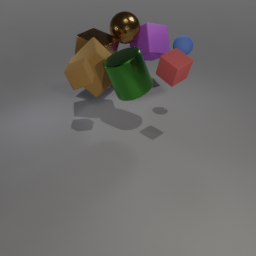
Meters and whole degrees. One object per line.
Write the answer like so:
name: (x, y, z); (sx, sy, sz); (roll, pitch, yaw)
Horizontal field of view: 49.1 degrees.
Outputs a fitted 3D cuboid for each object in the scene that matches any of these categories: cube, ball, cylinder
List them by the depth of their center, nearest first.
cube: (1.350, -1.778, 8.207); (0.700, 0.700, 0.700); (-33, 64, -29)
cube: (-1.583, -1.784, 9.225); (0.700, 0.700, 0.700); (-17, 32, 11)
ball: (1.906, -2.849, 9.710); (0.700, 0.700, 0.700); (0, 31, 0)
cylinder: (0.014, -1.908, 9.906); (1.400, 1.400, 1.400); (-18, 33, 12)
cube: (-1.294, -2.373, 10.975); (1.400, 1.400, 1.400); (-39, 37, 18)
cube: (-1.386, -3.368, 12.347); (1.400, 1.400, 1.400); (25, 38, 11)
ball: (-0.141, -4.540, 12.714); (1.400, 1.400, 1.400); (0, 31, 0)
cube: (1.035, -4.142, 13.644); (1.400, 1.400, 1.400); (-8, 3, -39)
